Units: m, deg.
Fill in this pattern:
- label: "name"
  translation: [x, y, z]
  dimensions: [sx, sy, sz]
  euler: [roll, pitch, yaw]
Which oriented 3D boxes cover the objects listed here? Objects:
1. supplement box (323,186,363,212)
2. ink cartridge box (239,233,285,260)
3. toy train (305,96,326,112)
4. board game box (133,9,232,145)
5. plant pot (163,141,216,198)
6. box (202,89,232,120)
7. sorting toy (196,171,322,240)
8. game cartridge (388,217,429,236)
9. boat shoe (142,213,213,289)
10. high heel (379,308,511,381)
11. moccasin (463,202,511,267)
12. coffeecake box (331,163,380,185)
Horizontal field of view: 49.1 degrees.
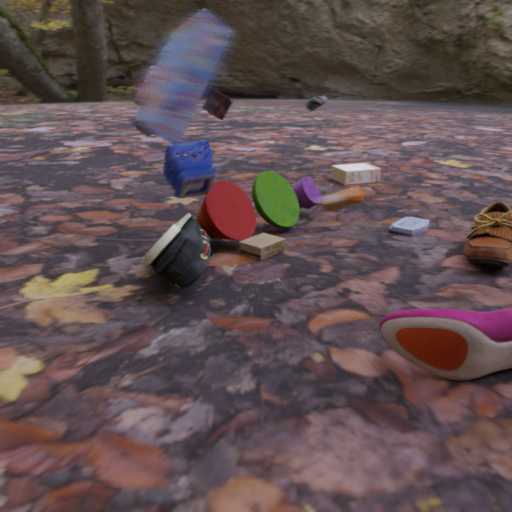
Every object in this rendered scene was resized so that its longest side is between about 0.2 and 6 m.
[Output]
- label: "supplement box"
  translation: [1.608, -1.052, 10.387]
  dimensions: [0.718, 0.239, 0.247]
  euler: [-15, 44, 30]
- label: "ink cartridge box"
  translation: [0.135, -0.206, 11.987]
  dimensions: [0.653, 0.298, 0.793]
  euler: [16, 27, 41]
- label: "toy train"
  translation: [1.271, -3.242, 11.883]
  dimensions: [0.320, 0.239, 0.561]
  euler: [-25, 6, -17]
- label: "board game box"
  translation: [-1.927, -3.623, 12.276]
  dimensions: [0.821, 2.661, 2.662]
  euler: [27, -17, -32]
- label: "plant pot"
  translation: [-1.300, -1.674, 11.144]
  dimensions: [0.879, 0.879, 0.791]
  euler: [-12, 65, -22]
- label: "box"
  translation: [-0.887, -3.465, 12.861]
  dimensions: [0.411, 0.496, 0.407]
  euler: [34, 6, 21]
- label: "sorting toy"
  translation: [-0.084, -1.072, 13.585]
  dimensions: [1.442, 1.452, 4.187]
  euler: [-27, -5, 41]
- label: "game cartridge"
  translation: [3.740, -0.710, 13.538]
  dimensions: [0.697, 0.212, 1.046]
  euler: [11, 23, 37]
- label: "boat shoe"
  translation: [-1.428, -0.094, 10.823]
  dimensions: [0.999, 1.166, 3.187]
  euler: [40, 4, -9]
- label: "high heel"
  translation: [3.056, 1.019, 7.681]
  dimensions: [2.848, 0.960, 1.369]
  euler: [15, 31, -1]
- label: "moccasin"
  translation: [4.982, -0.511, 11.680]
  dimensions: [1.022, 1.079, 2.794]
  euler: [12, 23, 29]
- label: "coffeecake box"
  translation: [3.294, -2.730, 18.593]
  dimensions: [1.297, 0.474, 0.996]
  euler: [-7, 21, -19]
